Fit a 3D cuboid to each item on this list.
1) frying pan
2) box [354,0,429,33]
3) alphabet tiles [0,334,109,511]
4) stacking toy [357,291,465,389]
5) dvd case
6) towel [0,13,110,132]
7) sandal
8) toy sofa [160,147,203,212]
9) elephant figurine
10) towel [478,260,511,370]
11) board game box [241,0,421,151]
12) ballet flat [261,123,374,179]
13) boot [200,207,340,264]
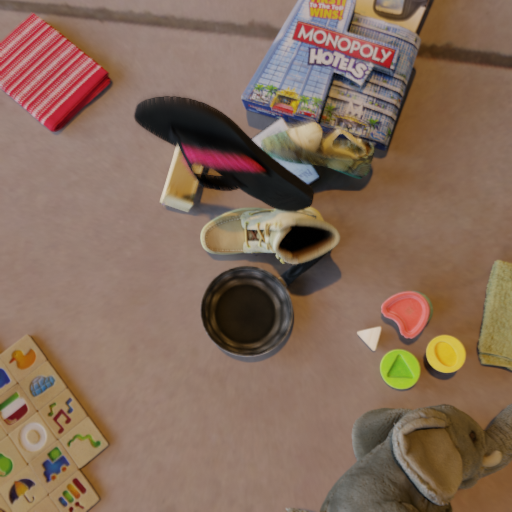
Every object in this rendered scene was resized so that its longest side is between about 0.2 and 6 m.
[{"bbox_3d":[0.073,0.512,9.504,1.536,0.413,2.540,28,70,4],"label":"frying pan"},{"bbox_3d":[2.459,-4.811,10.839,1.550,0.540,2.604,23,75,5],"label":"box"},{"bbox_3d":[-4.214,3.058,8.984,2.901,0.110,3.486,-39,79,-9],"label":"alphabet tiles"},{"bbox_3d":[2.578,1.409,9.336,1.361,0.635,1.503,-37,74,18],"label":"stacking toy"},{"bbox_3d":[0.416,-1.665,9.982,0.932,0.115,1.306,-33,84,14],"label":"dvd case"},{"bbox_3d":[-4.015,-3.482,10.638,2.168,0.244,1.568,40,81,11],"label":"towel"},{"bbox_3d":[-0.391,-1.274,8.043,2.998,1.126,0.676,30,65,-28],"label":"sandal"},{"bbox_3d":[-1.271,-1.456,9.995,0.527,0.621,1.272,18,74,-16],"label":"toy sofa"},{"bbox_3d":[2.383,3.062,8.202,2.271,2.490,3.209,3,57,42],"label":"elephant figurine"},{"bbox_3d":[4.467,1.044,9.399,1.356,0.334,1.828,13,77,4],"label":"towel"},{"bbox_3d":[1.460,-3.629,10.012,2.750,0.848,2.749,17,92,5],"label":"board game box"},{"bbox_3d":[1.101,-1.879,9.464,2.090,0.776,0.776,7,73,-27],"label":"ballet flat"},{"bbox_3d":[0.162,-0.312,9.034,2.142,1.656,0.772,-8,104,-3],"label":"boot"}]
